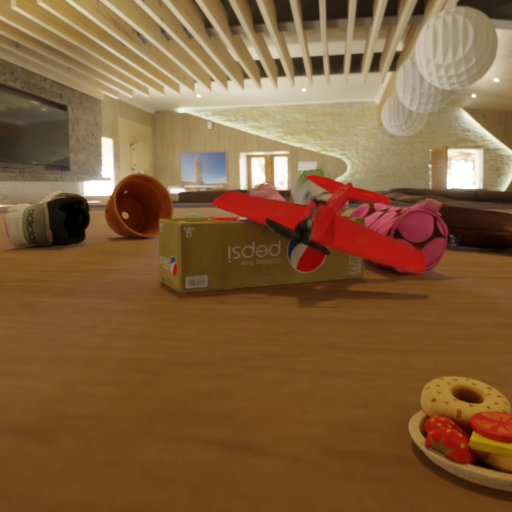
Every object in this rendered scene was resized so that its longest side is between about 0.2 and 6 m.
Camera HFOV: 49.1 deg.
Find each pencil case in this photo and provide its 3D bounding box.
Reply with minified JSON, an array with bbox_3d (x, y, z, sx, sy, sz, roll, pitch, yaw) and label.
[{"bbox_3d":[0.371,-0.809,10.221,0.634,0.607,1.466,-39,42,2],"label":"pencil case"},{"bbox_3d":[2.152,-0.378,8.851,1.056,1.090,2.327,12,5,-11],"label":"pencil case"}]

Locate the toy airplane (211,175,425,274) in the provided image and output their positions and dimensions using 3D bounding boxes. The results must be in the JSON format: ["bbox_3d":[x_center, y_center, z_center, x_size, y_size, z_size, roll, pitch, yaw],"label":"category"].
[{"bbox_3d":[0.948,-0.557,7.113,2.755,0.507,2.755,11,21,-4],"label":"toy airplane"}]

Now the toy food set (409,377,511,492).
[{"bbox_3d":[1.159,0.808,2.589,0.868,0.213,0.877,4,7,28],"label":"toy food set"}]

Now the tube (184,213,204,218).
[{"bbox_3d":[-0.548,-0.336,10.703,0.783,0.510,2.022,20,3,41],"label":"tube"}]

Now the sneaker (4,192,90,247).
[{"bbox_3d":[-4.282,-0.817,12.650,1.359,1.146,3.107,2,11,6],"label":"sneaker"}]

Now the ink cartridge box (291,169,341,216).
[{"bbox_3d":[1.240,-1.121,11.701,0.474,1.127,0.823,-10,-25,-23],"label":"ink cartridge box"}]

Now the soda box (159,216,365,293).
[{"bbox_3d":[0.114,-0.089,7.428,2.663,0.852,0.902,-3,8,-26],"label":"soda box"}]

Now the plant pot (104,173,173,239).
[{"bbox_3d":[-3.079,-1.151,14.174,1.622,1.622,1.135,-6,-7,-39],"label":"plant pot"}]

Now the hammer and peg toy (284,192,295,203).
[{"bbox_3d":[0.933,-1.360,13.805,1.497,0.718,2.035,-22,-10,13],"label":"hammer and peg toy"}]

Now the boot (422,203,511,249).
[{"bbox_3d":[4.312,-0.569,11.056,2.616,0.946,2.176,2,5,-13],"label":"boot"}]
